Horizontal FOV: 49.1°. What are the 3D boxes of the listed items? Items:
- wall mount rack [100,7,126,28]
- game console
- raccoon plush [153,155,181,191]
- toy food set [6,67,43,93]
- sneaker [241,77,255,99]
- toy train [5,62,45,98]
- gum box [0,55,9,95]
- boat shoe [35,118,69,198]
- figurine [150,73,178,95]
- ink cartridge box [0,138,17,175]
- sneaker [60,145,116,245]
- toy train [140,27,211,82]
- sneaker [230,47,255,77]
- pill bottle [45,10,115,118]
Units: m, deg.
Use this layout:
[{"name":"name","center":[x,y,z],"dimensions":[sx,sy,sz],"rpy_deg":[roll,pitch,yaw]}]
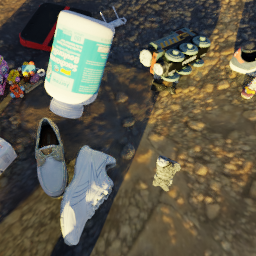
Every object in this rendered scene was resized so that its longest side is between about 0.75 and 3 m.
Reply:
[{"name":"wall mount rack","center":[-0.631,-4.602,11.784],"dimensions":[1.087,0.405,0.945],"rpy_deg":[-30,62,-19]},{"name":"game console","center":[-2.954,-4.132,11.544],"dimensions":[2.329,0.409,2.634],"rpy_deg":[15,59,3]},{"name":"raccoon plush","center":[0.607,0.864,5.323],"dimensions":[0.453,0.937,0.628],"rpy_deg":[25,93,36]},{"name":"toy food set","center":[-3.704,-1.721,10.027],"dimensions":[0.994,0.246,1.564],"rpy_deg":[-41,57,-20]},{"name":"sneaker","center":[4.363,-1.496,9.697],"dimensions":[0.436,0.524,1.163],"rpy_deg":[39,65,22]},{"name":"toy train","center":[-3.598,-1.643,9.706],"dimensions":[1.062,0.393,1.414],"rpy_deg":[42,71,11]},{"name":"gum box","center":[-5.298,-1.734,9.643],"dimensions":[2.216,0.733,1.258],"rpy_deg":[-6,57,1]},{"name":"boat shoe","center":[-2.267,0.800,8.028],"dimensions":[0.900,0.824,2.409],"rpy_deg":[-15,58,-9]},{"name":"figurine","center":[1.342,-1.639,9.923],"dimensions":[0.918,0.405,0.941],"rpy_deg":[16,58,1]},{"name":"ink cartridge box","center":[-4.236,0.988,7.976],"dimensions":[1.211,0.706,1.673],"rpy_deg":[27,61,17]},{"name":"sneaker","center":[-1.030,1.699,7.395],"dimensions":[1.174,1.005,2.696],"rpy_deg":[12,58,2]},{"name":"toy train","center":[1.711,-2.693,10.009],"dimensions":[2.788,1.188,1.589],"rpy_deg":[-32,57,-30]},{"name":"sneaker","center":[4.854,-2.318,9.990],"dimensions":[2.202,0.930,0.825],"rpy_deg":[14,58,8]},{"name":"pill bottle","center":[-1.531,-1.816,8.394],"dimensions":[1.624,2.932,1.624],"rpy_deg":[16,20,-6]}]
